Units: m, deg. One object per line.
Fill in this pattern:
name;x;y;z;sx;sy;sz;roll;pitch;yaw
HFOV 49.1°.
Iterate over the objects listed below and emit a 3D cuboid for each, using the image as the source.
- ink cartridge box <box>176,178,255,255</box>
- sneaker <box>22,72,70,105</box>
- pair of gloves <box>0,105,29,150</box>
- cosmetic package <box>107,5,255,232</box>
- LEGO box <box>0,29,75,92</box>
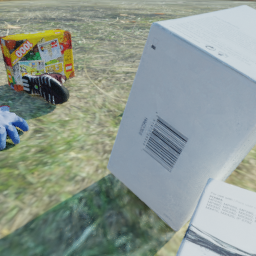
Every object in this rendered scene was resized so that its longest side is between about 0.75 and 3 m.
ink cartridge box;0.867;1.854;2.789;0.943;1.619;2.237;15;33;23
sneaker;-2.461;-1.531;9.582;2.358;0.892;1.362;22;34;35
pair of gloves;-4.179;0.081;7.293;2.896;0.330;2.328;-14;30;-25
cosmetic package;1.497;-0.296;4.955;1.791;2.905;2.914;39;45;22
LEGO box;-3.331;-2.599;10.504;2.409;1.794;0.929;-24;38;-35
